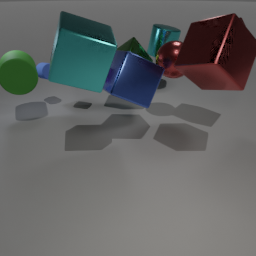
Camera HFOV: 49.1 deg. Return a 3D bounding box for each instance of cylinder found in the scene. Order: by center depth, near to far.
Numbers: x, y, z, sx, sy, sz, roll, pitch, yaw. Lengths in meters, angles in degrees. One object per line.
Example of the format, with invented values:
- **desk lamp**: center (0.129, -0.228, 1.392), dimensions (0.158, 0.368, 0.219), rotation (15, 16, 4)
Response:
- **cylinder**: center (-4.266, -2.169, 10.886), dimensions (1.400, 1.400, 1.400), rotation (-10, 30, -18)
- **cylinder**: center (-3.611, -2.511, 12.358), dimensions (0.700, 0.700, 0.700), rotation (-23, 27, -36)
- **cylinder**: center (1.759, -4.261, 13.845), dimensions (1.400, 1.400, 1.400), rotation (10, 29, -5)

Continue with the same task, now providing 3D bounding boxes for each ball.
- **ball**: center (1.743, -2.571, 10.569), dimensions (1.400, 1.400, 1.400), rotation (0, 28, 0)

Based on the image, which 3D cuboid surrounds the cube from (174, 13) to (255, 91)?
- **cube**: center (2.364, -1.934, 7.478), dimensions (1.400, 1.400, 1.400), rotation (28, -9, -36)

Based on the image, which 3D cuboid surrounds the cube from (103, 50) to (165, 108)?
- **cube**: center (0.109, -1.640, 9.294), dimensions (1.400, 1.400, 1.400), rotation (19, 9, -23)

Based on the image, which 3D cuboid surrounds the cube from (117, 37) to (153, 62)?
- **cube**: center (0.055, -2.666, 11.866), dimensions (1.400, 1.400, 1.400), rotation (-26, 33, 31)

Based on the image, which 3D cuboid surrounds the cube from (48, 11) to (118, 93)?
- **cube**: center (-1.220, -1.978, 7.329), dimensions (1.400, 1.400, 1.400), rotation (11, 35, -20)

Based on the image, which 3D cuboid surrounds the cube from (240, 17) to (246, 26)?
- **cube**: center (3.300, -2.643, 9.574), dimensions (1.400, 1.400, 1.400), rotation (-16, 21, 50)
